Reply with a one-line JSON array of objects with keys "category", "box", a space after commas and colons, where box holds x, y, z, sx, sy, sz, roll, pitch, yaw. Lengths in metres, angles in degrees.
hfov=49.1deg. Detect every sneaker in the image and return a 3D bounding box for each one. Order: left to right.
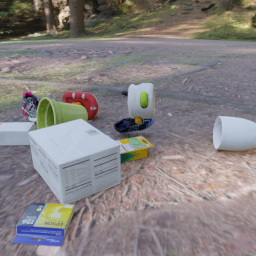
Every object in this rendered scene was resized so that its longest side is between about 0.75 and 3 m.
[{"category": "sneaker", "box": [-4.257, -0.947, 12.854, 1.042, 0.965, 2.584, -20, 30, -39]}, {"category": "sneaker", "box": [0.210, -0.169, 10.729, 1.558, 0.546, 0.607, -19, -22, 16]}]

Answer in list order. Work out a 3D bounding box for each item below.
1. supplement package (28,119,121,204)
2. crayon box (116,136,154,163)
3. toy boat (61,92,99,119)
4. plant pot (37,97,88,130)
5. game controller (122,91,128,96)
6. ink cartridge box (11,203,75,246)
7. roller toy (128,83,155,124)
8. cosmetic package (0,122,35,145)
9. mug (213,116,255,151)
[{"category": "supplement package", "box": [-1.572, 0.846, 8.159, 1.812, 1.290, 2.326, -16, 29, -32]}, {"category": "crayon box", "box": [0.006, 0.736, 9.603, 1.515, 0.391, 0.952, -10, 25, -22]}, {"category": "toy boat", "box": [-2.237, -0.962, 12.514, 1.814, 1.184, 1.185, 5, 18, 13]}, {"category": "plant pot", "box": [-2.475, -0.333, 10.854, 1.559, 1.696, 1.696, -4, 21, -39]}, {"category": "game controller", "box": [0.299, -2.155, 16.701, 1.363, 0.287, 0.711, -14, 12, -31]}, {"category": "ink cartridge box", "box": [-1.909, 2.164, 6.421, 1.109, 0.264, 1.122, 2, 21, 4]}, {"category": "roller toy", "box": [0.383, -0.786, 8.321, 0.795, 1.137, 1.037, -1, 48, 10]}, {"category": "cosmetic package", "box": [-4.460, 0.216, 10.548, 1.722, 0.614, 0.874, 0, 23, -2]}, {"category": "mug", "box": [3.845, 0.248, 10.012, 1.401, 1.180, 1.598, 5, -8, 3]}]
